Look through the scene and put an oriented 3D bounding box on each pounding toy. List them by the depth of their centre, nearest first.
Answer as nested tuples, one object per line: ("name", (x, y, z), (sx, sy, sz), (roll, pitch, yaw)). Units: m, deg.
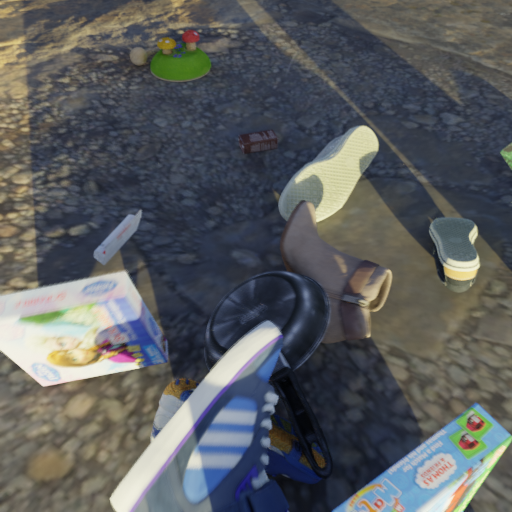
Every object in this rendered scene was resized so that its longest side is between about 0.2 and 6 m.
("pounding toy", (-2.309, -5.734, 15.509), (2.187, 1.015, 1.688), (28, 50, 26))

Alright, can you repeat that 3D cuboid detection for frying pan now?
("frying pan", (0.010, 1.444, 7.750), (2.076, 0.559, 3.432), (-18, 38, 23))

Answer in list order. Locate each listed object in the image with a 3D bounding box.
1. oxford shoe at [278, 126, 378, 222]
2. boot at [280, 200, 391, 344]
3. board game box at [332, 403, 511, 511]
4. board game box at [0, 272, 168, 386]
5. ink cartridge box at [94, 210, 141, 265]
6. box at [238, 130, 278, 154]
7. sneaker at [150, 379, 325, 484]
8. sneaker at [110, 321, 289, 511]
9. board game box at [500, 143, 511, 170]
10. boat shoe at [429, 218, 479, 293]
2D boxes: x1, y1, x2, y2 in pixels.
("oxford shoe", (1.409, -1.573, 11.292), (2.934, 1.103, 0.847), (-47, 18, -29))
("boot", (1.241, 0.225, 8.987), (1.821, 0.875, 2.491), (5, 65, 28))
("board game box", (1.098, 2.874, 5.527), (2.851, 2.157, 0.522), (-25, 50, -24))
("board game box", (-2.336, 1.041, 7.437), (1.888, 1.892, 0.389), (-12, 54, 3))
("ink cartridge box", (-2.321, -0.358, 9.335), (0.261, 1.103, 0.883), (40, 68, -2))
("box", (0.047, -2.584, 12.691), (0.822, 0.308, 0.412), (-10, 44, -13))
("sneaker", (-0.238, 2.428, 7.091), (2.258, 0.995, 0.850), (24, 3, 6))
("sneaker", (-0.029, 2.231, 6.040), (1.928, 1.061, 2.634), (39, 66, 7))
("board game box", (5.702, 0.072, 7.958), (2.528, 0.566, 4.826), (-24, 79, -22))
("boat shoe", (3.456, -0.099, 9.794), (0.828, 0.691, 2.220), (3, 28, 13))
